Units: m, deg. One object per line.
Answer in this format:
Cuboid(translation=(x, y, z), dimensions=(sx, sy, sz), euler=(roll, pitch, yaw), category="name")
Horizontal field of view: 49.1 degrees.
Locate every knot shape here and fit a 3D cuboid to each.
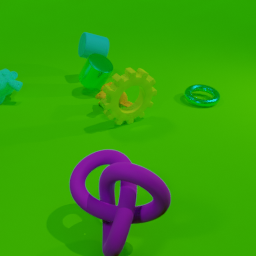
Cuboid(translation=(-0.194, 1.182, 4.275), dimensions=(1.645, 1.539, 0.760), euler=(11, 7, 39), category="knot shape")

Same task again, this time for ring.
Cuboid(translation=(2.421, -1.073, 9.156), dimensions=(1.159, 0.232, 1.159), euler=(1, 39, -1), category="ring")

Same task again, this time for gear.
Cuboid(translation=(0.038, -0.826, 7.550), dimensions=(1.585, 1.585, 0.293), euler=(-17, 42, -26), category="gear")

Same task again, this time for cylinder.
Cuboid(translation=(-1.276, -2.976, 10.340), dimensions=(0.897, 0.897, 0.897), euler=(6, 27, -28), category="cylinder")
Cuboid(translation=(-1.083, -1.873, 9.425), dimensions=(0.908, 0.908, 0.908), euler=(20, 45, -21), category="cylinder")

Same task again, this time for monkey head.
Cuboid(translation=(-3.834, -1.351, 8.964), dimensions=(0.956, 0.801, 1.329), euler=(21, 67, -4), category="monkey head")
Cuboid(translation=(-0.518, -0.873, 8.424), dimensions=(1.339, 0.807, 0.963), euler=(10, 38, 35), category="monkey head")
